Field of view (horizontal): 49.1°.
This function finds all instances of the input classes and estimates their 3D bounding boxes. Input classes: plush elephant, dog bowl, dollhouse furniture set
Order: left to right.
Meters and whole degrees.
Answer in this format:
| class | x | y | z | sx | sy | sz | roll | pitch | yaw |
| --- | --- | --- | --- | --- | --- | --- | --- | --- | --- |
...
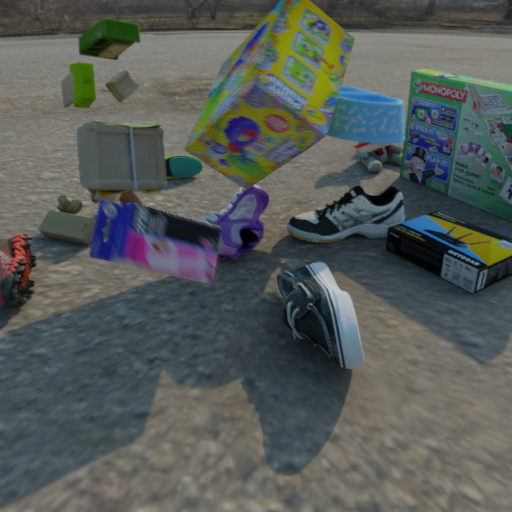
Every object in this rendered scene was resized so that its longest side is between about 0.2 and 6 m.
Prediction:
| class | x | y | z | sx | sy | sz | roll | pitch | yaw |
| --- | --- | --- | --- | --- | --- | --- | --- | --- | --- |
| dollhouse furniture set | -3.473 | -0.768 | 12.154 | 1.461 | 1.251 | 1.536 | 11 | 64 | 20 |
| dollhouse furniture set | -2.386 | -2.312 | 9.195 | 1.392 | 2.785 | 1.075 | -6 | 3 | -36 |
| dog bowl | 1.878 | -3.008 | 11.576 | 1.687 | 0.750 | 3.027 | -4 | 25 | -22 |
| plush elephant | 3.432 | -3.320 | 15.770 | 1.491 | 1.401 | 1.810 | -11 | 30 | -20 |

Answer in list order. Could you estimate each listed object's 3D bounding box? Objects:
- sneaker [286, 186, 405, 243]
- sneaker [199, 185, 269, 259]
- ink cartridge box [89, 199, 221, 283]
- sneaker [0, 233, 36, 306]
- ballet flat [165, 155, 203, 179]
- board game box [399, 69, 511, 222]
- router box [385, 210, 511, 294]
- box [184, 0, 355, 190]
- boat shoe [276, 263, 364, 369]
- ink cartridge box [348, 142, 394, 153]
| class | x | y | z | sx | sy | sz | roll | pitch | yaw |
| --- | --- | --- | --- | --- | --- | --- | --- | --- | --- |
| sneaker | 1.847 | -0.947 | 11.628 | 2.498 | 1.095 | 0.945 | -6 | 30 | -8 |
| sneaker | -0.240 | -0.621 | 11.306 | 1.053 | 0.958 | 2.381 | 20 | 37 | 21 |
| ink cartridge box | -1.143 | -0.171 | 6.554 | 1.467 | 0.695 | 0.272 | 14 | -15 | -26 |
| sneaker | -4.402 | 0.278 | 9.647 | 1.052 | 0.761 | 2.153 | -8 | 27 | -16 |
| ballet flat | -2.370 | -2.337 | 14.806 | 1.879 | 0.628 | 0.630 | -12 | 23 | -17 |
| board game box | 5.099 | -2.575 | 12.909 | 0.598 | 2.766 | 4.110 | -16 | 32 | -27 |
| router box | 3.785 | -0.153 | 10.689 | 1.566 | 0.536 | 2.099 | -18 | 33 | -31 |
| box | 0.240 | -3.002 | 10.509 | 1.560 | 2.558 | 2.464 | 30 | 60 | -23 |
| boat shoe | 0.874 | 0.917 | 8.439 | 0.976 | 0.992 | 2.753 | -11 | 18 | -3 |
| ink cartridge box | 2.485 | -2.378 | 12.078 | 0.856 | 0.215 | 0.694 | -22 | 6 | -36 |
